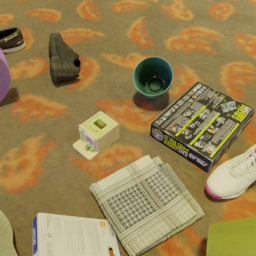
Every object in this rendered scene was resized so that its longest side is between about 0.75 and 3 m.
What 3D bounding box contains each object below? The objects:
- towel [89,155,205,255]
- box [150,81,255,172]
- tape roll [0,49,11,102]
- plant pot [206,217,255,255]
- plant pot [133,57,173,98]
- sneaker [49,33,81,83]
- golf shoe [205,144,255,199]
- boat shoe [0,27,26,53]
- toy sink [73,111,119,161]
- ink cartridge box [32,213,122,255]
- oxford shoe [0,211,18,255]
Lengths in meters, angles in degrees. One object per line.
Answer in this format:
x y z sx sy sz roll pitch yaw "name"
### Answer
0.508 1.917 7.597 2.396 0.414 2.307 -22 52 -23 "towel"
2.492 -0.194 9.384 2.306 0.637 2.879 33 56 25 "box"
-5.485 -1.818 9.358 2.817 2.817 0.924 -20 52 -17 "tape roll"
3.016 2.855 5.770 2.651 2.480 2.480 2 47 21 "plant pot"
0.955 -1.715 10.231 1.412 1.133 1.412 -2 81 10 "plant pot"
-2.666 -2.946 11.734 1.283 1.074 2.827 -4 55 -17 "sneaker"
3.383 1.020 7.907 2.767 1.266 1.042 -25 54 -19 "golf shoe"
-6.175 -3.766 12.382 3.007 0.905 1.072 -19 51 -16 "boat shoe"
-1.046 0.216 8.937 0.877 0.753 1.345 36 57 27 "toy sink"
-1.074 3.007 6.296 2.096 0.425 2.092 18 36 -32 "ink cartridge box"
-3.145 2.856 6.616 0.695 0.905 2.408 -46 54 9 "oxford shoe"
